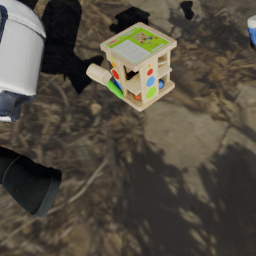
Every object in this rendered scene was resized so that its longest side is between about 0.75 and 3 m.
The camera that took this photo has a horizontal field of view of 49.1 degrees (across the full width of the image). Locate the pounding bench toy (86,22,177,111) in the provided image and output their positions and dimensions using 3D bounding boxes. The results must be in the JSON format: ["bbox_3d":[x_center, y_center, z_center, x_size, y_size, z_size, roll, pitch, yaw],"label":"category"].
[{"bbox_3d":[0.012,-0.999,5.495,1.633,1.274,1.014,-36,55,-21],"label":"pounding bench toy"}]

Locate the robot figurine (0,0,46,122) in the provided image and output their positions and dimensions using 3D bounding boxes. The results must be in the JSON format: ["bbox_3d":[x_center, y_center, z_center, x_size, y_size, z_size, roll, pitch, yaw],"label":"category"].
[{"bbox_3d":[-2.649,-1.557,6.008,1.555,2.336,2.754,8,78,-10],"label":"robot figurine"}]

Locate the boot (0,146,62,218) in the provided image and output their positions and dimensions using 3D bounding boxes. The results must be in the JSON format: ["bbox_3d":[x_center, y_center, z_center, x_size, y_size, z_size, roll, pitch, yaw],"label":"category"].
[{"bbox_3d":[-1.832,0.563,3.926,1.515,1.848,0.684,29,80,-23],"label":"boot"}]

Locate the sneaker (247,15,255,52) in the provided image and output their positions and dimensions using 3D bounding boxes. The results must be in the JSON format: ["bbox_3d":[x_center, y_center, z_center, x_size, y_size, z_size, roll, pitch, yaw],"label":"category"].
[{"bbox_3d":[2.466,-1.514,4.719,0.435,0.631,1.134,-26,32,-8],"label":"sneaker"}]
